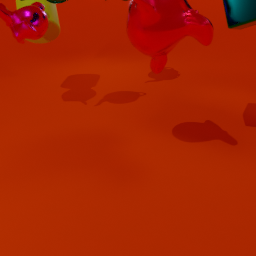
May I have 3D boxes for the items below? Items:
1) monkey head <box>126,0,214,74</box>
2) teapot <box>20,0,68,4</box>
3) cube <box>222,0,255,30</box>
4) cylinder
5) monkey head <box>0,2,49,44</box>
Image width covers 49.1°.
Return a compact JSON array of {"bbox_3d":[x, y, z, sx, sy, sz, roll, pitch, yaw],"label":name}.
[{"bbox_3d":[0.671,-1.740,4.952,1.204,1.998,1.437,-36,56,-4],"label":"monkey head"},{"bbox_3d":[-1.701,-3.344,6.462,1.762,1.096,0.863,-22,79,-17],"label":"teapot"},{"bbox_3d":[2.516,-2.637,5.448,1.101,1.101,1.101,-8,11,34],"label":"cube"},{"bbox_3d":[-2.763,-3.431,8.619,1.175,1.175,1.175,-9,73,-15],"label":"cylinder"},{"bbox_3d":[-2.716,-2.882,7.339,1.012,1.208,1.680,-27,41,18],"label":"monkey head"}]
